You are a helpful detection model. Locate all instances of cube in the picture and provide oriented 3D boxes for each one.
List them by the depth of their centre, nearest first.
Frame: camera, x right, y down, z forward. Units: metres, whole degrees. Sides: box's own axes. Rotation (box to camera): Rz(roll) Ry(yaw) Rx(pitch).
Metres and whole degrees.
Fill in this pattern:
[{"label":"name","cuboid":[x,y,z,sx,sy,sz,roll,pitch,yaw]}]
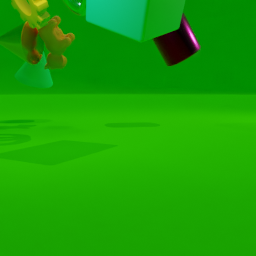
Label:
[{"label":"cube","cuboid":[0.190,-2.560,5.140,1.360,1.360,1.360,29,41,26]}]

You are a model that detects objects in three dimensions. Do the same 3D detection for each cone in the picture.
[{"label":"cone","cuboid":[-3.443,-2.609,8.433,1.307,1.303,1.303,7,9,10]},{"label":"cone","cuboid":[-3.253,-2.347,10.069,1.362,1.367,1.362,17,26,-9]}]

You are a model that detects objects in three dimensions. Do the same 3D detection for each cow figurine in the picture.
[{"label":"cow figurine","cuboid":[-2.336,-2.553,8.709,1.397,1.419,0.779,-27,28,25]}]

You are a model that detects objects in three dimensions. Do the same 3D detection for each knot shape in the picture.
[{"label":"knot shape","cuboid":[-1.118,-3.477,6.209,1.735,0.857,1.854,-9,-31,22]}]

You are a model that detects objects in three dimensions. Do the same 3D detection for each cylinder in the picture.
[{"label":"cylinder","cuboid":[1.548,-2.879,9.197,1.261,1.261,1.261,-30,16,10]}]

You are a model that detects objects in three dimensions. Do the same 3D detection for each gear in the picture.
[{"label":"gear","cuboid":[-1.868,-2.378,5.099,0.206,1.115,1.115,-41,28,-24]}]
